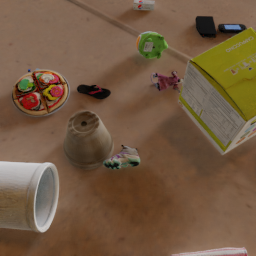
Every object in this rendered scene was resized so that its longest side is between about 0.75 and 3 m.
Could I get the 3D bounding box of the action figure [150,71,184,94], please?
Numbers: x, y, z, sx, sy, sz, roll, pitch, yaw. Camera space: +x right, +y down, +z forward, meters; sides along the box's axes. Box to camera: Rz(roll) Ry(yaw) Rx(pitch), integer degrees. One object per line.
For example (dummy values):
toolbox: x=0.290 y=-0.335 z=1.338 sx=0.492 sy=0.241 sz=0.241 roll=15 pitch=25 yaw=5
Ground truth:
action figure: x=1.441 y=-1.576 z=9.695 sx=1.138 sy=0.762 sz=0.847 roll=-6 pitch=13 yaw=-17

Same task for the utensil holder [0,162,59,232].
utensil holder: x=-2.851 y=1.611 z=6.765 sx=1.914 sy=1.626 sz=1.626 roll=2 pitch=55 yaw=4

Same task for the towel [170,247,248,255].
towel: x=1.949 y=3.924 z=5.947 sx=1.820 sy=0.372 sz=2.487 roll=-5 pitch=55 yaw=0

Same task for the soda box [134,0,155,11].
soda box: x=0.705 y=-5.427 z=12.372 sx=0.911 sy=0.310 sz=0.290 roll=4 pitch=56 yaw=2

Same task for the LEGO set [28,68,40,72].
LEGO set: x=-3.191 y=-1.773 z=9.990 sx=1.024 sy=0.251 sz=0.765 roll=19 pitch=51 yaw=5

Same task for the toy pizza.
toy pizza: x=-2.941 y=-1.256 z=9.376 sx=1.938 sy=0.307 sz=1.938 roll=1 pitch=62 yaw=-2

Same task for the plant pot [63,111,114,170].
plant pot: x=-1.174 y=0.230 z=7.899 sx=1.483 sy=1.287 sz=1.483 roll=-1 pitch=55 yaw=1

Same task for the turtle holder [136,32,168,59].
turtle holder: x=0.894 y=-3.185 z=10.451 sx=1.277 sy=0.971 sz=0.907 roll=-31 pitch=44 yaw=-10

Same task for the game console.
game console: x=3.839 y=-4.183 z=11.560 sx=2.036 sy=0.245 sz=1.201 roll=1 pitch=56 yaw=0

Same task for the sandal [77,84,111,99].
sandal: x=-1.184 y=-1.289 z=9.549 sx=1.206 sy=0.272 sz=0.453 roll=13 pitch=57 yaw=9

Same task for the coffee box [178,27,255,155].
coffee box: x=3.078 y=-0.993 z=7.947 sx=2.227 sy=2.205 sz=2.230 roll=-30 pitch=66 yaw=-12

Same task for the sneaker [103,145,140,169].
sneaker: x=-0.208 y=0.781 z=8.093 sx=1.050 sy=0.408 sz=0.735 roll=-2 pitch=50 yaw=-8

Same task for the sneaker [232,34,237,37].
sneaker: x=4.179 y=-3.101 z=10.513 sx=0.645 sy=0.770 sz=1.740 roll=9 pitch=55 yaw=8
